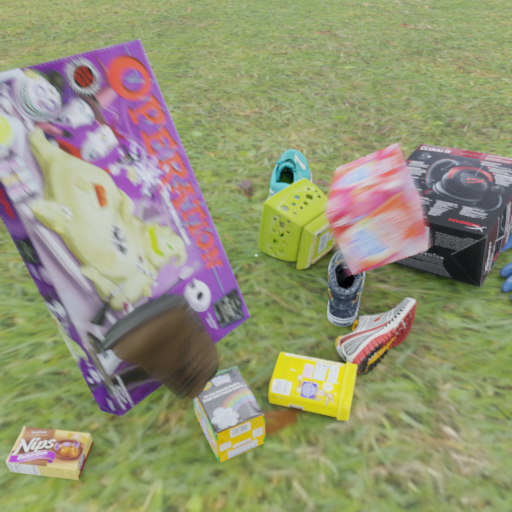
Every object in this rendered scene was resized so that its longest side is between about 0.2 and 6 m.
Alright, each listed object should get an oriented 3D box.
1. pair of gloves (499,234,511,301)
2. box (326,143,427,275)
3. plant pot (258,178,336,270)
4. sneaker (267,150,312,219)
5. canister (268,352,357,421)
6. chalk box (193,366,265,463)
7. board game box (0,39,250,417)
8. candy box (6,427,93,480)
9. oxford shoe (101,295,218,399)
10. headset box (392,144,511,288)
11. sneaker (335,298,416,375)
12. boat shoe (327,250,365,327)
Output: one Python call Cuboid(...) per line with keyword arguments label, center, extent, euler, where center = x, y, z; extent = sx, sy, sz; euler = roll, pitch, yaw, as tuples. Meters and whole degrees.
Cuboid(label="pair of gloves", center=(5.414, -0.063, 11.376), extent=(2.435, 0.345, 3.029), euler=(-25, 39, -21))
Cuboid(label="box", center=(1.931, -0.823, 8.963), extent=(1.172, 1.123, 2.352), euler=(-21, 19, 21))
Cuboid(label="plant pot", center=(0.942, -0.581, 11.381), extent=(1.198, 1.320, 1.314), euler=(35, 50, 26))
Cuboid(label="sneaker", center=(0.807, -1.870, 13.161), extent=(0.979, 1.006, 2.527), euler=(6, 39, 7))
Cuboid(label="canister", center=(0.890, 2.005, 8.743), extent=(1.240, 0.536, 0.921), euler=(9, 40, 13))
Cuboid(label="chalk box", center=(-0.473, 2.228, 8.286), extent=(0.772, 0.768, 1.240), euler=(-17, 41, -18))
Cuboid(label="board game box", center=(-1.830, -0.428, 7.548), extent=(0.706, 4.373, 2.625), euler=(-6, 22, 43))
Cuboid(label="candy box", center=(-2.920, 2.792, 7.958), extent=(1.017, 0.287, 0.593), euler=(6, 39, 5))
Cuboid(label="oxford shoe", center=(-0.900, 1.086, 6.386), extent=(0.889, 2.447, 1.033), euler=(-35, 71, 4))
Cuboid(label="headset box", center=(4.047, -1.079, 11.658), extent=(2.502, 1.263, 3.366), euler=(17, 43, 32))
Cuboid(label="sneaker", center=(2.094, 1.202, 9.587), extent=(1.848, 0.719, 0.759), euler=(-30, 47, -32))
Cuboid(label="boat shoe", center=(1.721, 0.317, 10.514), extent=(0.715, 0.917, 2.021), euler=(6, 39, 7))
